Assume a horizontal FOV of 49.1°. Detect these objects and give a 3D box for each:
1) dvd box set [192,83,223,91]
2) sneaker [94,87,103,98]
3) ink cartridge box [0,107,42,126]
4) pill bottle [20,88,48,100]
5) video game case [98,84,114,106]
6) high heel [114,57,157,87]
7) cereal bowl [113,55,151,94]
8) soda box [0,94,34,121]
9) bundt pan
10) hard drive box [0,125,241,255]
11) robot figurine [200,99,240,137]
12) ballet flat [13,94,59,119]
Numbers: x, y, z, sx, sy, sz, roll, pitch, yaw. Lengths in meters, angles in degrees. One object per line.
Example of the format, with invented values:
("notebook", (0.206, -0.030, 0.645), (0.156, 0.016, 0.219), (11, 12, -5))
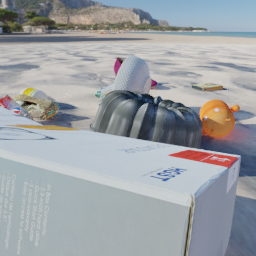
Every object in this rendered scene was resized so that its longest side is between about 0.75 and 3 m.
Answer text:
("dvd box set", (3.505, -1.822, 12.402), (1.098, 0.161, 0.803), (-8, 20, -21))
("sneaker", (-1.056, -1.263, 10.517), (0.326, 0.335, 0.841), (-31, 0, -14))
("ink cartridge box", (-2.669, 0.236, 5.040), (2.398, 1.017, 1.746), (21, 13, 40))
("pill bottle", (-3.313, -1.079, 9.734), (0.603, 0.603, 1.070), (-18, 26, -41))
("video game case", (-0.665, -1.178, 9.626), (0.662, 0.082, 0.925), (-20, 38, 22))
("high heel", (0.287, -2.530, 12.804), (2.521, 1.212, 0.850), (15, 25, 36))
("cereal bowl", (0.223, -1.235, 8.554), (0.753, 1.808, 1.808), (19, 25, 15))
("soda box", (-3.056, -0.396, 7.551), (0.460, 0.416, 1.313), (-41, 51, -21))
("bundt pan", (0.454, -0.190, 6.014), (2.470, 0.927, 2.470), (12, 15, -3))
("hard drive box", (-0.504, 0.691, 3.054), (2.967, 1.139, 2.312), (9, 4, 26))
("robot figurine", (2.293, -0.270, 7.207), (1.011, 0.820, 1.406), (5, 20, 8))
("ballet flat", (-3.007, -0.641, 8.567), (1.883, 0.664, 0.615), (6, 36, 27))
